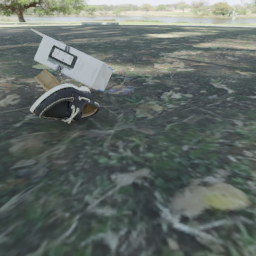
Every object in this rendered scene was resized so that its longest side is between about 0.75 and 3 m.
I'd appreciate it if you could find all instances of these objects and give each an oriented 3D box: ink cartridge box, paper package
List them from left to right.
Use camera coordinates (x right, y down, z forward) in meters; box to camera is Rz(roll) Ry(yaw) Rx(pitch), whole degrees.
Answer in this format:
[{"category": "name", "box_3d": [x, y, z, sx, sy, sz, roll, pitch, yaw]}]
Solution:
[{"category": "paper package", "box_3d": [-2.402, -1.311, 8.835, 0.447, 0.864, 0.823, -44, 50, -9]}, {"category": "ink cartridge box", "box_3d": [-2.063, -2.312, 9.780, 2.773, 0.941, 1.609, 27, 6, 7]}]

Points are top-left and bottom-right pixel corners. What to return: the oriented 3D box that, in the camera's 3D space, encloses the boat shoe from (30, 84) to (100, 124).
[{"category": "boat shoe", "box_3d": [-1.435, -0.512, 7.002, 0.949, 0.775, 2.568, -39, -3, 13]}]
